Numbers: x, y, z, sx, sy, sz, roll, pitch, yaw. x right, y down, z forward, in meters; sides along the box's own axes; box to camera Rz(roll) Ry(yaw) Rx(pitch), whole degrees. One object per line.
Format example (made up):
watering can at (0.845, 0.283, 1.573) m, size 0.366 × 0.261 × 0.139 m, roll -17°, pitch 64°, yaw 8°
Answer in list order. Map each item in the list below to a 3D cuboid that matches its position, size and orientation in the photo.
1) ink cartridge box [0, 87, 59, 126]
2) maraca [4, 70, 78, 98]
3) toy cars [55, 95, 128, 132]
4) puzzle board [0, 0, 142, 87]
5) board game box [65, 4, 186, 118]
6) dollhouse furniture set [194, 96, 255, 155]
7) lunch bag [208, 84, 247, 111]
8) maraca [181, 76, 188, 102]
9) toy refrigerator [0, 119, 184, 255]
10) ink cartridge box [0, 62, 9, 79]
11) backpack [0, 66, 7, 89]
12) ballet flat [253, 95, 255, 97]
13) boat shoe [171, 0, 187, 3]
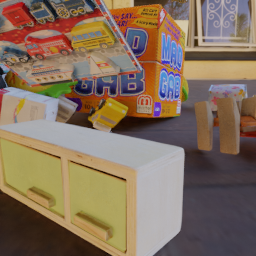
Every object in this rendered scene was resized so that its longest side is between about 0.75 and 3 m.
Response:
ink cartridge box at (-2.569, -0.369, 7.020) m, size 1.352 × 0.978 × 0.983 m, roll 13°, pitch 13°, yaw 1°
maraca at (-2.543, -1.259, 8.013) m, size 2.179 × 1.165 × 1.494 m, roll 6°, pitch 43°, yaw 13°
toy cars at (-1.337, -0.307, 7.871) m, size 2.962 × 0.656 × 1.328 m, roll 6°, pitch -27°, yaw 24°
puzzle board at (-1.392, -1.443, 4.917) m, size 2.769 × 0.241 × 2.087 m, roll -2°, pitch -30°, yaw 27°
board game box at (0.026, -1.919, 9.192) m, size 2.952 × 2.953 × 2.955 m, roll 5°, pitch 5°, yaw 24°
dollhouse furniture set at (3.214, 0.124, 5.331) m, size 2.943 × 1.516 × 2.911 m, roll -4°, pitch 1°, yaw -17°
lunch bag at (4.141, -1.276, 11.576) m, size 1.468 × 1.101 × 1.731 m, roll 3°, pitch 23°, yaw 21°
maraca at (1.627, -2.267, 13.243) m, size 2.958 × 1.582 × 2.028 m, roll 41°, pitch -13°, yaw -2°
toy refrigerator at (-0.663, 0.554, 3.406) m, size 2.538 × 0.963 × 0.888 m, roll 11°, pitch 16°, yaw 39°
ink cartridge box at (-4.247, -1.434, 9.253) m, size 2.362 × 1.733 × 1.725 m, roll -10°, pitch -23°, yaw -38°
backpack at (-4.651, -0.986, 6.772) m, size 2.562 × 2.274 × 1.929 m, roll -28°, pitch 15°, yaw 20°
ballet flat at (4.473, -0.725, 9.288) m, size 0.940 × 0.943 × 2.815 m, roll 6°, pitch 13°, yaw 39°
boat shoe at (2.200, -5.495, 11.885) m, size 0.802 × 0.300 × 0.274 m, roll 29°, pitch 48°, yaw 35°
